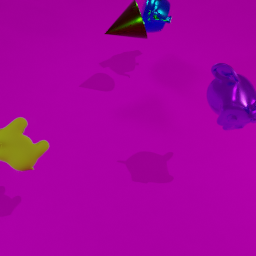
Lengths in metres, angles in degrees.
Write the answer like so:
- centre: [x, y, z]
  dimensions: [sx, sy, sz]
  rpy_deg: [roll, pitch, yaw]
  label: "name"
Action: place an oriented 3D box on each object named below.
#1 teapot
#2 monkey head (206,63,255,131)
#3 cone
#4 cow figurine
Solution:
- centre: [0.868, -3.397, 8.405]
  dimensions: [0.923, 1.173, 1.886]
  rpy_deg: [14, 27, -10]
  label: "teapot"
- centre: [1.932, -0.510, 4.725]
  dimensions: [1.128, 1.568, 0.945]
  rpy_deg: [-13, 67, 31]
  label: "monkey head"
- centre: [-0.144, -2.683, 7.420]
  dimensions: [1.042, 1.038, 1.038]
  rpy_deg: [-20, 48, 5]
  label: "cone"
- centre: [-1.830, 0.312, 4.053]
  dimensions: [1.053, 0.578, 1.036]
  rpy_deg: [46, 57, -7]
  label: "cow figurine"
